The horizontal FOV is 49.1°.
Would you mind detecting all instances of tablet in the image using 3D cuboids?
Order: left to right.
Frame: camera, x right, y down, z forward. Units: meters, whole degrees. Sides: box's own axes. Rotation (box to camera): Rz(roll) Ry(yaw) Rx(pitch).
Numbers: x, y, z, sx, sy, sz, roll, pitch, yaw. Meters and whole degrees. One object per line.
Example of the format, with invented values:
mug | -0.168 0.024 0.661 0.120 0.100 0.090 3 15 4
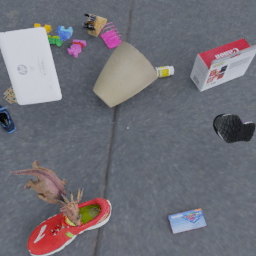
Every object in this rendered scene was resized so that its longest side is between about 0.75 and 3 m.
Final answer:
tablet | -3.243 -1.994 9.331 1.592 2.447 0.167 -7 25 3

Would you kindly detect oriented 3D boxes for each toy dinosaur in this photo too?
toy dinosaur | -1.682 1.345 6.318 1.229 1.813 0.778 8 55 51

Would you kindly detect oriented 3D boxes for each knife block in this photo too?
knife block | -1.577 -5.122 13.208 0.508 1.393 1.587 22 65 10

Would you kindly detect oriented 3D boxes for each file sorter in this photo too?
file sorter | -0.802 -4.394 13.266 0.690 0.623 0.993 -25 65 -13

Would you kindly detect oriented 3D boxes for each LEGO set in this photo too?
LEGO set | -3.544 -3.930 12.764 2.918 1.113 1.197 8 63 5

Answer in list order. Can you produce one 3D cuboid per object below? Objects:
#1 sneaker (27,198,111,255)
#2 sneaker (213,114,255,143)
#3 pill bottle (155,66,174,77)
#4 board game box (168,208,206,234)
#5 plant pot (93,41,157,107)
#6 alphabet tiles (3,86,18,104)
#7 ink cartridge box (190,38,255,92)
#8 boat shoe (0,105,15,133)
sneaker | -1.942 3.042 9.062 2.949 1.252 1.136 -28 66 -13
sneaker | 2.908 -0.034 8.361 0.947 2.162 0.819 25 99 43
pill bottle | 1.611 -2.503 12.396 0.771 0.441 0.441 -8 63 -5
board game box | 2.031 3.199 9.627 1.183 0.115 0.609 -11 65 -5
plant pot | -0.316 -1.984 11.410 2.216 2.075 2.075 -45 70 -2
alphabet tiles | -4.859 -1.504 12.106 0.829 0.032 0.996 33 67 16
ink cartridge box | 3.975 -2.775 11.658 2.262 1.986 0.948 -21 65 -11
boat shoe | -5.038 -0.513 11.306 1.561 0.536 0.657 41 70 19
